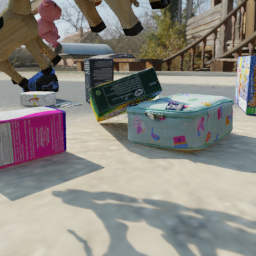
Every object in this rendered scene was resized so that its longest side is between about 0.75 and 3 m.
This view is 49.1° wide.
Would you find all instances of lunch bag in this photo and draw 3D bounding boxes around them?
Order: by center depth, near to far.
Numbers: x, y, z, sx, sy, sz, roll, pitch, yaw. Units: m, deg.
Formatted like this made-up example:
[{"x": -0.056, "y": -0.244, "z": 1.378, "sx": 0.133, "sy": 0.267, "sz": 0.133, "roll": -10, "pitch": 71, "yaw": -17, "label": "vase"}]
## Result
[{"x": 1.131, "y": -0.232, "z": 6.169, "sx": 1.866, "sy": 0.897, "sz": 2.326, "roll": 11, "pitch": 17, "yaw": 39, "label": "lunch bag"}]

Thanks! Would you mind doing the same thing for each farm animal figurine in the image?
[{"x": -0.744, "y": -1.975, "z": 3.770, "sx": 2.790, "sy": 1.471, "sz": 2.821, "roll": 5, "pitch": 53, "yaw": 39, "label": "farm animal figurine"}]

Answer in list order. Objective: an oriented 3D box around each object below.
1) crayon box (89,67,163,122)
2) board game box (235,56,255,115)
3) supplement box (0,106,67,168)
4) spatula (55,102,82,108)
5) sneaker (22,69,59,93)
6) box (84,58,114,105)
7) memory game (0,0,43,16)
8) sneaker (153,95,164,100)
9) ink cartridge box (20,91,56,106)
[{"x": -0.162, "y": -0.719, "z": 7.064, "sx": 1.484, "sy": 0.609, "sz": 2.360, "roll": -20, "pitch": -1, "yaw": -8, "label": "crayon box"}, {"x": 4.181, "y": -1.564, "z": 9.742, "sx": 0.465, "sy": 1.827, "sz": 2.700, "roll": 2, "pitch": 14, "yaw": 13, "label": "board game box"}, {"x": -1.944, "y": 0.121, "z": 4.912, "sx": 0.787, "sy": 0.803, "sz": 1.554, "roll": 14, "pitch": 18, "yaw": 42, "label": "supplement box"}, {"x": -2.304, "y": -0.892, "z": 10.724, "sx": 0.701, "sy": 0.081, "sz": 1.008, "roll": 11, "pitch": 18, "yaw": 21, "label": "spatula"}, {"x": -4.020, "y": -1.765, "z": 12.763, "sx": 0.969, "sy": 1.076, "sz": 2.763, "roll": -13, "pitch": -3, "yaw": -40, "label": "sneaker"}, {"x": -1.143, "y": -1.831, "z": 10.970, "sx": 0.938, "sy": 1.752, "sz": 1.300, "roll": -4, "pitch": 14, "yaw": -17, "label": "box"}, {"x": -2.276, "y": -2.264, "z": 5.321, "sx": 2.062, "sy": 2.062, "sz": 0.131, "roll": 8, "pitch": -26, "yaw": 31, "label": "memory game"}, {"x": 0.982, "y": -0.629, "z": 8.378, "sx": 0.553, "sy": 0.647, "sz": 1.485, "roll": -4, "pitch": 15, "yaw": -20, "label": "sneaker"}, {"x": -3.475, "y": -1.146, "z": 10.876, "sx": 1.122, "sy": 0.468, "sz": 0.814, "roll": 3, "pitch": 14, "yaw": 13, "label": "ink cartridge box"}]
